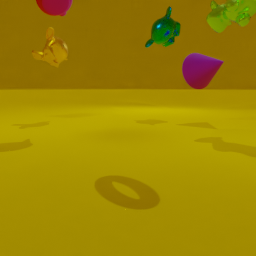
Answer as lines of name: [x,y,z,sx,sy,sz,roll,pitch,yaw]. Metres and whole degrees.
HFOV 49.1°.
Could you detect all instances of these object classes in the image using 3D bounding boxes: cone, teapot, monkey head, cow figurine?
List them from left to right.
monkey head: [-2.824,-2.851,10.269,1.180,0.988,1.640,12,-26,14]
teapot: [-1.933,-3.434,7.331,0.934,0.735,1.502,-23,-30,3]
monkey head: [1.428,-4.067,11.493,1.110,1.842,1.325,15,37,-30]
cone: [2.841,-2.131,9.751,1.355,1.355,1.360,-4,-1,-25]
cow figurine: [2.877,-3.217,7.353,1.639,0.900,1.613,-40,19,25]
